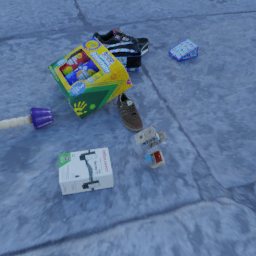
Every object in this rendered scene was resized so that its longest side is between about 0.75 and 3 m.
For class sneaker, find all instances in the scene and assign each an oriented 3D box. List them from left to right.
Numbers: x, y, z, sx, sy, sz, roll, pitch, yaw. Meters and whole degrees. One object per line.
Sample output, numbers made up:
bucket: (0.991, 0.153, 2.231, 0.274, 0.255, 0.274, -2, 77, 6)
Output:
sneaker: (-0.344, -3.939, 12.892, 2.811, 1.214, 1.129, -12, 46, -13)
sneaker: (0.013, -0.616, 9.757, 0.622, 0.667, 1.765, -16, 45, -16)

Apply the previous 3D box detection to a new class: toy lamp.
toy lamp: (-3.849, -0.181, 9.230, 2.707, 0.788, 0.788, -10, 44, -12)

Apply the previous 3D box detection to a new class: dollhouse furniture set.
dollhouse furniture set: (0.739, 0.555, 8.092, 0.676, 0.680, 0.965, -30, 61, 26)

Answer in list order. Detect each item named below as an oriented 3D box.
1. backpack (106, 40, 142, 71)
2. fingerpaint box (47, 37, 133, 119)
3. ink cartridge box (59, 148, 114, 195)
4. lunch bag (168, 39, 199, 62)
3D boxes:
backpack: (-0.219, -3.096, 12.152, 1.469, 0.988, 1.341, -6, 44, -7)
fingerpaint box: (-1.487, -1.965, 10.419, 2.245, 0.987, 2.691, -33, 49, -4)
ink cartridge box: (-1.173, 1.189, 7.880, 1.443, 0.599, 1.057, -8, 44, -8)
lunch bag: (2.529, -3.552, 13.046, 1.187, 0.558, 0.893, -26, 51, -13)
